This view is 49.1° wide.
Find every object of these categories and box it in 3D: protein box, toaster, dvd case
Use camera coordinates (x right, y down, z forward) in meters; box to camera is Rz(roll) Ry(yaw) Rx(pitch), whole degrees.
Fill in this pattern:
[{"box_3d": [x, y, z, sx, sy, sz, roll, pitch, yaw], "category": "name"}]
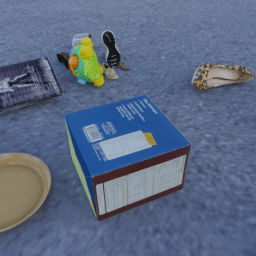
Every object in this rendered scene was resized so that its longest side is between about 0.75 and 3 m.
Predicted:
[{"box_3d": [-0.101, 0.651, 7.770, 2.568, 1.733, 2.550, -15, 41, -18], "category": "protein box"}, {"box_3d": [-2.433, -4.517, 15.006, 0.920, 0.810, 1.425, -2, 42, 3], "category": "toaster"}, {"box_3d": [-4.213, -1.729, 11.021, 2.774, 0.222, 2.063, -19, 65, -20], "category": "dvd case"}]

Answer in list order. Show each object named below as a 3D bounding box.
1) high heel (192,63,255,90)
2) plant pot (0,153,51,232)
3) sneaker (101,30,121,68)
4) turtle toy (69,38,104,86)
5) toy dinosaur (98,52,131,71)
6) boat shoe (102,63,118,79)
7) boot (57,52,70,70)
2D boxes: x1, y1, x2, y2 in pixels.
[{"box_3d": [4.011, -2.104, 11.715, 2.075, 1.040, 2.912, 18, 33, 30], "category": "high heel"}, {"box_3d": [-3.430, 1.723, 7.549, 2.702, 0.371, 2.702, 1, 39, -1], "category": "plant pot"}, {"box_3d": [-0.348, -1.583, 5.610, 0.296, 0.801, 0.317, -17, 36, -7], "category": "sneaker"}, {"box_3d": [-1.947, -2.912, 12.361, 1.273, 1.836, 2.519, -18, 39, 5], "category": "turtle toy"}, {"box_3d": [-0.850, -3.417, 13.953, 0.952, 1.813, 1.645, -37, 16, 3], "category": "toy dinosaur"}, {"box_3d": [-0.855, -2.621, 12.941, 0.436, 0.393, 1.209, -20, 43, -23], "category": "boat shoe"}, {"box_3d": [-2.799, -3.401, 13.721, 0.845, 0.651, 1.743, -25, 43, -24], "category": "boot"}]
